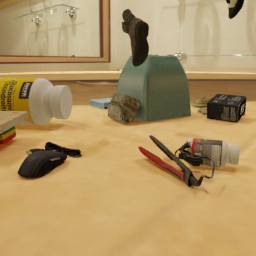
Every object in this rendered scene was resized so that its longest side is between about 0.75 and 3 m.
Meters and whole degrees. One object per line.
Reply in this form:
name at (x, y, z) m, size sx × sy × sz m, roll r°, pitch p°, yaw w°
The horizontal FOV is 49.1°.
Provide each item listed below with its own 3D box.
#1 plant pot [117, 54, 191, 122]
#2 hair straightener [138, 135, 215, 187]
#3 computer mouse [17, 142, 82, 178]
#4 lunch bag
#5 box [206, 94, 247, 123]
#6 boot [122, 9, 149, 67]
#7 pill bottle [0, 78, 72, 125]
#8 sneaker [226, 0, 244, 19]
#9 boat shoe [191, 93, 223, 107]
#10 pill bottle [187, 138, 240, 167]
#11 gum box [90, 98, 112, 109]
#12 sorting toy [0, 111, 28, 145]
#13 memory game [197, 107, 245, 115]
plant pot at (1.022, -1.775, 11.593) m, size 2.416 × 2.468 × 2.423 m, roll -7°, pitch 16°, yaw -29°
hair straightener at (1.033, 0.544, 5.848) m, size 0.836 × 0.444 × 2.172 m, roll -47°, pitch 27°, yaw -8°
computer mouse at (-1.990, 0.603, 6.432) m, size 1.220 × 0.400 × 1.738 m, roll 8°, pitch 16°, yaw 25°
lunch bag at (-0.198, -0.707, 10.450) m, size 0.827 × 0.996 × 1.187 m, roll 21°, pitch -1°, yaw -36°
box at (3.843, -0.803, 10.916) m, size 1.205 × 0.707 × 1.185 m, roll 12°, pitch 29°, yaw 33°
boot at (0.183, -2.694, 8.406) m, size 0.524 × 1.500 × 0.988 m, roll -20°, pitch 51°, yaw -26°
pill bottle at (-3.584, -0.949, 9.973) m, size 2.933 × 1.643 × 1.643 m, roll 2°, pitch 14°, yaw 9°
sneaker at (3.063, -3.764, 8.101) m, size 0.433 × 1.170 × 0.518 m, roll -29°, pitch 56°, yaw -20°
boat shoe at (3.755, -1.313, 13.282) m, size 0.676 × 0.583 × 1.852 m, roll -7°, pitch 8°, yaw -32°
pill bottle at (1.884, 0.554, 6.224) m, size 1.080 × 0.598 × 0.598 m, roll 4°, pitch 15°, yaw 17°
gum box at (-1.026, -1.216, 13.733) m, size 1.172 × 0.307 × 1.379 m, roll -10°, pitch 17°, yaw -34°
sorting toy at (-4.150, 0.161, 7.341) m, size 2.297 × 0.799 × 2.283 m, roll 1°, pitch 15°, yaw 3°
memory game at (4.046, -0.713, 12.145) m, size 2.008 × 0.128 × 2.008 m, roll 0°, pitch 14°, yaw 0°
